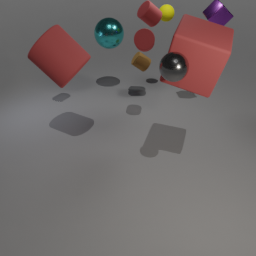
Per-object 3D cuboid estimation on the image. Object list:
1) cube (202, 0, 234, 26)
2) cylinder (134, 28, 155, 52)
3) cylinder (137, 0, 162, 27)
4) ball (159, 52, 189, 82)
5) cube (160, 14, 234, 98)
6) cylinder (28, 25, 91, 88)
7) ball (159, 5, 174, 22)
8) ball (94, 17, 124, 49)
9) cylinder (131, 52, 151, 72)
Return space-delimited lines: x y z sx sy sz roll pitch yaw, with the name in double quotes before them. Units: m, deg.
"cube" 3.348 -4.242 10.460 0.700 0.700 0.700 28 34 -31
"cylinder" 0.566 -3.000 9.600 0.700 0.700 0.700 3 11 4
"cylinder" 0.825 -4.339 10.662 0.700 0.700 0.700 25 16 -36
"ball" 1.088 -1.443 6.626 0.700 0.700 0.700 0 32 0
"cube" 1.815 -1.924 7.434 1.400 1.400 1.400 20 45 6
"cylinder" -2.136 -2.224 8.788 1.400 1.400 1.400 43 31 -13
"ball" 1.685 -5.042 12.298 0.700 0.700 0.700 0 32 0
"ball" -0.887 -4.444 13.164 1.400 1.400 1.400 0 32 0
"cylinder" 0.627 -3.160 13.345 0.700 0.700 0.700 28 23 -24
